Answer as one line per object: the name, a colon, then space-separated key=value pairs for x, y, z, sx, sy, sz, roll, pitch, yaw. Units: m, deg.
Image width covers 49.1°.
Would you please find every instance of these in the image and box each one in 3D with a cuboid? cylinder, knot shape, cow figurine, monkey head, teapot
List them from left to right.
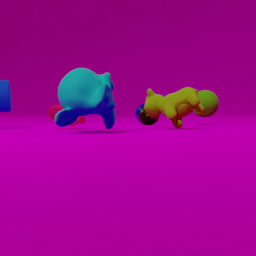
cylinder: x=-3.984 y=-0.927 z=8.272 sx=0.948 sy=0.948 sz=0.948 roll=-4 pitch=4 yaw=-19
knot shape: x=-1.574 y=-0.368 z=7.889 sx=1.143 sy=0.528 sz=1.070 roll=-1 pitch=12 yaw=-43
monkey head: x=-0.898 y=-0.605 z=6.330 sx=1.201 sy=1.434 sz=1.993 roll=-3 pitch=40 yaw=11
teapot: x=0.818 y=-0.520 z=11.335 sx=0.849 sy=0.668 sz=1.365 roll=11 pitch=-42 yaw=-16
cow figurine: x=1.307 y=-0.763 z=8.370 sx=1.640 sy=1.613 sz=0.900 roll=-32 pitch=-47 yaw=13

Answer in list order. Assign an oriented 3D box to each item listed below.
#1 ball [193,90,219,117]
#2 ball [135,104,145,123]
ball: x=3.202 y=-1.011 z=11.687 sx=1.120 sy=1.120 sz=1.120 roll=0 pitch=2 yaw=0
ball: x=0.788 y=-0.640 z=12.661 sx=0.920 sy=0.920 sz=0.920 roll=0 pitch=2 yaw=0
